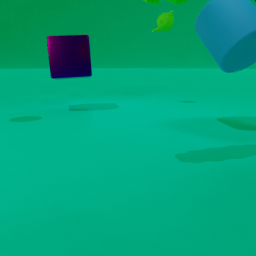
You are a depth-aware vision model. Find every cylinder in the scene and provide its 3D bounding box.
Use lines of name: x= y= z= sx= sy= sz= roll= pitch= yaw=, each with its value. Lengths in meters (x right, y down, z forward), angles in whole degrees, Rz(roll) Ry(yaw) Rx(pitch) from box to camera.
cylinder: x=2.508 y=-2.265 z=6.677 sx=1.362 sy=1.362 sz=1.362 roll=-19 pitch=-26 yaw=-10

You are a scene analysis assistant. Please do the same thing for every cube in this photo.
cube: x=-2.033 y=-2.464 z=9.902 sx=1.380 sy=1.380 sz=1.380 roll=-5 pitch=9 yaw=-9

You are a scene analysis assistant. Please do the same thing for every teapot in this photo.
teapot: x=1.344 y=-3.985 z=10.556 sx=0.532 sy=0.675 sz=1.086 roll=-3 pitch=-29 yaw=-46

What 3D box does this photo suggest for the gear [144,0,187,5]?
gear: x=0.541 y=-2.538 z=3.447 sx=1.848 sy=1.848 sz=0.342 roll=-6 pitch=36 yaw=-25
